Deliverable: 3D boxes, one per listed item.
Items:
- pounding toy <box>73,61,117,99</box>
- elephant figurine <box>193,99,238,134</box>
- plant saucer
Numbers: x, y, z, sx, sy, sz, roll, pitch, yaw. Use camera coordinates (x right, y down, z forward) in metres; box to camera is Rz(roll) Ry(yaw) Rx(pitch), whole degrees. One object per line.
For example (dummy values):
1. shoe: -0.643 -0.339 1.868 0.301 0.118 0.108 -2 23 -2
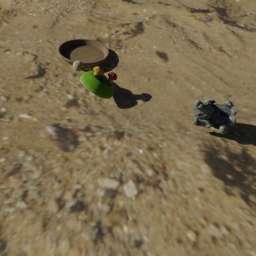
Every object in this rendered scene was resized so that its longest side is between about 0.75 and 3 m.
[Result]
1. pounding toy: -0.987 -1.813 9.585 1.639 0.760 1.265 51 28 21
2. elephant figurine: 2.314 -0.484 8.192 1.481 1.149 1.048 13 43 -12
3. plant saucer: -1.821 -3.083 11.520 2.083 0.307 2.083 4 43 -4
